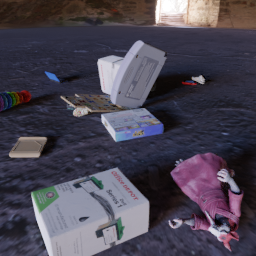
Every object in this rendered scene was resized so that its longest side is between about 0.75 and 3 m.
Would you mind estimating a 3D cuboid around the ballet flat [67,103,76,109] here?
[{"bbox_3d":[-2.296,-0.955,12.370,0.968,0.353,0.353,12,28,23],"label":"ballet flat"}]

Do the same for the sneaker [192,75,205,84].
[{"bbox_3d":[4.084,-2.892,16.102,0.828,0.476,0.312,33,31,30],"label":"sneaker"}]

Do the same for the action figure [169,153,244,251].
[{"bbox_3d":[1.861,1.688,6.316,1.571,1.747,2.346,-36,37,18],"label":"action figure"}]

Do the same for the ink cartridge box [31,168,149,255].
[{"bbox_3d":[-0.786,1.778,5.965,2.085,0.879,1.523,-14,29,-26],"label":"ink cartridge box"}]

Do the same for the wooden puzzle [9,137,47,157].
[{"bbox_3d":[-3.246,0.643,9.207,0.975,0.196,1.054,0,30,-1],"label":"wooden puzzle"}]

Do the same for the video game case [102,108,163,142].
[{"bbox_3d":[0.128,-0.163,10.581,1.857,0.422,1.683,-9,27,-19],"label":"video game case"}]

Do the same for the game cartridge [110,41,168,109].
[{"bbox_3d":[0.380,-2.137,11.557,1.819,2.728,0.552,6,29,-46],"label":"game cartridge"}]

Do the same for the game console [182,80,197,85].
[{"bbox_3d":[3.570,-2.659,16.195,0.819,0.127,0.724,8,27,16],"label":"game console"}]

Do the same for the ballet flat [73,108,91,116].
[{"bbox_3d":[-1.721,-0.787,11.859,0.408,0.483,1.278,21,34,36],"label":"ballet flat"}]

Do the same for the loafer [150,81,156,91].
[{"bbox_3d":[0.175,-2.517,14.874,2.649,0.996,0.923,17,26,31],"label":"loafer"}]

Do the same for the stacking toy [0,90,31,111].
[{"bbox_3d":[-5.263,-1.278,12.636,0.872,0.872,2.042,17,24,31],"label":"stacking toy"}]

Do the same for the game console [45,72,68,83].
[{"bbox_3d":[-4.168,-3.014,16.370,1.047,0.620,0.894,22,34,37],"label":"game console"}]

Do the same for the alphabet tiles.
[{"bbox_3d":[-1.376,-1.110,12.126,2.735,0.103,2.286,-2,24,-38],"label":"alphabet tiles"}]

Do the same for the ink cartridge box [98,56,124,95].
[{"bbox_3d":[-0.293,-2.428,13.674,1.041,1.775,2.424,-26,35,-30],"label":"ink cartridge box"}]
